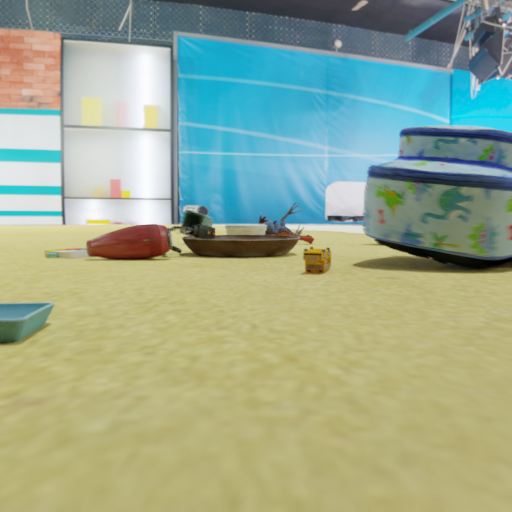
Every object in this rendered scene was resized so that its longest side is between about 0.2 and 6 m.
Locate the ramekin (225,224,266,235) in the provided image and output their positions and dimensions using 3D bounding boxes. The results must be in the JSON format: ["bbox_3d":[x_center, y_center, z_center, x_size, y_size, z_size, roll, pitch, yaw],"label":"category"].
[{"bbox_3d":[-0.301,-0.611,15.862,1.188,0.553,1.188,1,4,0],"label":"ramekin"}]

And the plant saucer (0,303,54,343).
[{"bbox_3d":[-2.497,0.457,3.767,2.060,0.195,0.720,1,4,-4],"label":"plant saucer"}]

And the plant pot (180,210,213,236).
[{"bbox_3d":[-1.594,-0.860,15.681,0.696,0.694,0.709,18,7,27],"label":"plant pot"}]

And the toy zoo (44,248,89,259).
[{"bbox_3d":[-3.513,-0.056,11.049,0.900,0.140,1.372,4,5,40],"label":"toy zoo"}]

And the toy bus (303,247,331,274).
[{"bbox_3d":[0.877,0.058,8.017,0.292,0.351,0.898,3,5,15],"label":"toy bus"}]

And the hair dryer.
[{"bbox_3d":[-2.100,-0.138,10.738,2.368,0.643,1.803,1,-16,-42],"label":"hair dryer"}]

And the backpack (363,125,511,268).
[{"bbox_3d":[3.205,-1.024,9.201,2.716,2.181,2.968,11,14,33],"label":"backpack"}]

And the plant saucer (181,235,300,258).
[{"bbox_3d":[-0.316,-0.221,11.641,2.454,0.394,2.454,-1,5,0],"label":"plant saucer"}]

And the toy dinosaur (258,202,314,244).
[{"bbox_3d":[0.801,-0.561,16.175,1.051,2.001,1.816,37,8,-37],"label":"toy dinosaur"}]
